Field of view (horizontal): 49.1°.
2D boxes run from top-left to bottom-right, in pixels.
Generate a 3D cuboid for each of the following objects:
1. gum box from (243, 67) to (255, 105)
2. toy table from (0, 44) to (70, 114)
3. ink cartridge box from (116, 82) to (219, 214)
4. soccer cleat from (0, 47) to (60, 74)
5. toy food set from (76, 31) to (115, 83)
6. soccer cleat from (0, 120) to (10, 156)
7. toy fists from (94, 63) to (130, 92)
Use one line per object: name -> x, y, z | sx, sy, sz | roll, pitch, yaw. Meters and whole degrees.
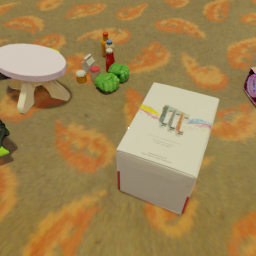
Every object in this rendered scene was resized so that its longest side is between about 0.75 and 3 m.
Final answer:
gum box -> 5.011, -0.797, 8.677 | 1.554, 0.905, 2.738 | -8, 49, -8
toy table -> -3.072, -1.700, 9.164 | 2.407, 1.410, 2.213 | 24, 52, 19
ink cartridge box -> 1.008, 0.422, 7.010 | 1.786, 1.794, 2.469 | 18, 51, 15
soccer cleat -> -3.752, -2.374, 10.350 | 2.522, 0.815, 1.055 | -11, 79, -15
toy food set -> -1.066, -2.550, 10.203 | 1.029, 0.970, 2.156 | 24, 53, 20
soccer cleat -> -3.579, -0.049, 7.537 | 0.682, 0.568, 1.683 | -9, 87, -21
toy fists -> -0.494, -1.790, 9.845 | 0.740, 0.499, 1.451 | 31, 53, 17
